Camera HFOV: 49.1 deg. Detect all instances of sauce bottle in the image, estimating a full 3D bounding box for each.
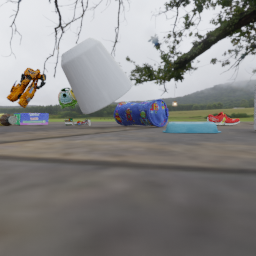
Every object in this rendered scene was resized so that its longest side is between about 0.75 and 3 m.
[{"bbox_3d":[-4.728,-0.305,10.830,0.494,0.494,1.526,-1,5,-41],"label":"sauce bottle"}]

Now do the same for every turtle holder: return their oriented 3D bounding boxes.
[{"bbox_3d":[-1.831,-0.959,8.803,0.785,0.558,0.597,12,42,25],"label":"turtle holder"}]

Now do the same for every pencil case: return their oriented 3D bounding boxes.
[{"bbox_3d":[0.436,-0.509,9.726,1.008,0.906,2.322,-12,8,-32],"label":"pencil case"}]

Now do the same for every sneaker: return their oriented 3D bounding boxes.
[{"bbox_3d":[3.804,-0.364,11.104,1.303,0.553,0.502,0,2,-1],"label":"sneaker"}]

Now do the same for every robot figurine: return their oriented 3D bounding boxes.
[{"bbox_3d":[-3.333,-1.401,9.258,1.025,1.414,0.412,23,-14,19],"label":"robot figurine"}]

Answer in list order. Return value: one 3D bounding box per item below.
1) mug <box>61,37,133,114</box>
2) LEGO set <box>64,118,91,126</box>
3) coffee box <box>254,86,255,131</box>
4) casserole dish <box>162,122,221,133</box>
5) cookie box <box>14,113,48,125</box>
[{"bbox_3d":[-1.064,-1.473,7.700,1.605,1.645,2.004,-42,21,-27],"label":"mug"},{"bbox_3d":[-1.962,-0.151,10.897,1.000,0.329,1.339,-1,-9,-9],"label":"LEGO set"},{"bbox_3d":[3.348,-0.333,4.458,1.227,0.866,2.170,-1,2,-32],"label":"coffee box"},{"bbox_3d":[1.176,-0.013,5.214,1.066,0.207,0.645,0,1,13],"label":"casserole dish"},{"bbox_3d":[-4.308,-0.390,12.386,1.198,0.526,1.400,-1,2,-32],"label":"cookie box"}]
